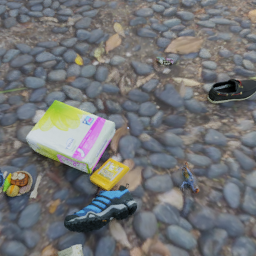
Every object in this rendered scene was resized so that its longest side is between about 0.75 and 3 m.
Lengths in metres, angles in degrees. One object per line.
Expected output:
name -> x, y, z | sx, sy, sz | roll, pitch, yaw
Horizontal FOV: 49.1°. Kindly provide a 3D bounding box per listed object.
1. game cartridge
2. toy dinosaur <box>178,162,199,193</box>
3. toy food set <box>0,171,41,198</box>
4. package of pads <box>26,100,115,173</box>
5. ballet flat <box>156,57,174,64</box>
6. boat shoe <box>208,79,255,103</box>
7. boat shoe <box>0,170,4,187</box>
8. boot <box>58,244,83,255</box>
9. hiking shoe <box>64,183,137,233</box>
game cartridge -> -0.648, 1.571, 9.582 | 0.971, 0.179, 1.102 | 20, 50, 40
toy dinosaur -> 2.157, 1.716, 9.558 | 1.046, 0.549, 0.949 | -33, 86, -44
toy food set -> -3.743, 1.882, 9.551 | 1.404, 0.282, 0.970 | 5, 56, 3
package of pads -> -2.074, 0.311, 10.237 | 2.651, 0.904, 2.048 | 21, 57, 14
ballet flat -> 1.679, -3.087, 12.915 | 0.840, 0.290, 0.299 | 9, 76, 5
boat shoe -> 4.458, -1.627, 11.673 | 2.258, 0.708, 0.826 | -12, 55, -10
boat shoe -> -4.771, 1.454, 9.700 | 0.602, 0.491, 1.430 | -34, 61, -17
boot -> -1.238, 3.925, 8.040 | 1.502, 0.541, 1.162 | -12, 56, -6
hiking shoe -> -0.906, 2.552, 8.876 | 2.323, 0.864, 1.007 | -12, 47, -18
